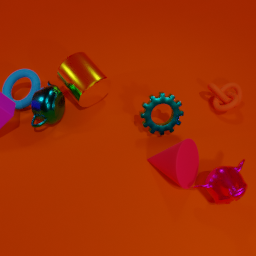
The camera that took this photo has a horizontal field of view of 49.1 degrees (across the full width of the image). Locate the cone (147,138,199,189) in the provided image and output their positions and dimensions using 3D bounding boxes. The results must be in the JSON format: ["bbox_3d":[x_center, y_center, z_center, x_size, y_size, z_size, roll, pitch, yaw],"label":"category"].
[{"bbox_3d":[1.047,0.905,7.568,1.294,1.289,1.289,1,40,38],"label":"cone"}]

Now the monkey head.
[{"bbox_3d":[2.342,1.310,6.653,1.463,1.053,0.882,-28,73,-1],"label":"monkey head"}]

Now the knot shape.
[{"bbox_3d":[3.158,-1.124,9.307,1.189,0.587,1.271,37,51,19],"label":"knot shape"}]

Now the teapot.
[{"bbox_3d":[-2.533,-0.785,8.758,0.949,1.205,1.937,6,54,8],"label":"teapot"}]

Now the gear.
[{"bbox_3d":[0.991,-0.417,8.260,1.269,1.269,0.235,-5,19,-5],"label":"gear"}]

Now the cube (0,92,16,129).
[{"bbox_3d":[-3.900,-0.517,8.101,0.845,0.845,0.845,-41,33,11],"label":"cube"}]

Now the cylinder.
[{"bbox_3d":[-1.431,-1.581,9.198,1.305,1.305,1.305,-33,73,-27],"label":"cylinder"}]

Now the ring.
[{"bbox_3d":[-3.552,-1.304,9.318,1.427,0.285,1.427,-5,73,16],"label":"ring"}]
